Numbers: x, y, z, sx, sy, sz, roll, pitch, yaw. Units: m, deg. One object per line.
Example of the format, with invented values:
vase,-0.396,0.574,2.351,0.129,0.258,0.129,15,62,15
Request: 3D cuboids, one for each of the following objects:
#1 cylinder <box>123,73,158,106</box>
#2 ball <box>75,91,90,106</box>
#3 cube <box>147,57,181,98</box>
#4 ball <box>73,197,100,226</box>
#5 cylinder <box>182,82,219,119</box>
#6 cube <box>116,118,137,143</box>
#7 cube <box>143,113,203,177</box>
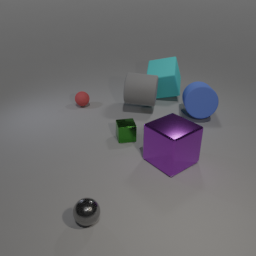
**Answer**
cylinder,0.603,-1.751,12.732,1.400,1.400,1.400,7,30,7
ball,-2.203,-1.411,13.469,0.700,0.700,0.700,0,29,0
cube,1.804,-2.494,13.986,1.400,1.400,1.400,-5,50,20
ball,-1.062,2.147,7.203,0.700,0.700,0.700,0,29,0
cylinder,3.153,-1.262,12.370,1.400,1.400,1.400,3,18,6
cube,-0.079,0.103,10.892,0.700,0.700,0.700,-6,30,-10
cube,1.477,0.517,9.418,1.400,1.400,1.400,-21,35,-33
